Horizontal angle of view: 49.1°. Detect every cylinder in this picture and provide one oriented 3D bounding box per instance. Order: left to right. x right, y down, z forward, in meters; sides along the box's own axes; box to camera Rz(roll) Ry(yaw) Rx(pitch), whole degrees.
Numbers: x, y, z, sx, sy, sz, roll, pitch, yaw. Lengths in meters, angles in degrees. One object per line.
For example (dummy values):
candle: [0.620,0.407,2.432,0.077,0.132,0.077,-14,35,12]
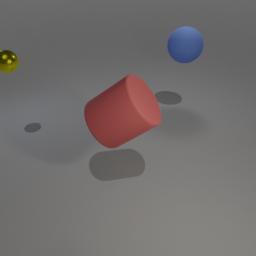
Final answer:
cylinder: [-0.119,-0.390,6.972,1.400,1.400,1.400,-29,21,27]

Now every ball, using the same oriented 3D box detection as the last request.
ball: [-3.630,-1.984,8.376,0.700,0.700,0.700,0,32,0]
ball: [2.268,-3.283,11.107,1.400,1.400,1.400,0,32,0]
